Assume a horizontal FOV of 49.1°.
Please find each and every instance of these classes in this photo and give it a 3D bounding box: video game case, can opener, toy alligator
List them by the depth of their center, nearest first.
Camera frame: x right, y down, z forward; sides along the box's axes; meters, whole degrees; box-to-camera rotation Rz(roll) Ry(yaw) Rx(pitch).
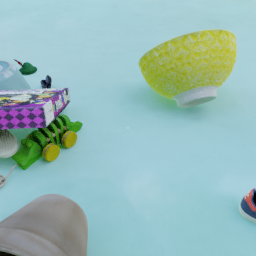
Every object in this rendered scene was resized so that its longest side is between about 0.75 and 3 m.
[{"bbox_3d":[-2.170,0.378,6.712,0.848,0.776,2.859,26,46,29],"label":"toy alligator"},{"bbox_3d":[-3.162,-0.529,6.982,2.975,0.533,2.696,-2,17,0],"label":"video game case"},{"bbox_3d":[-2.616,-1.283,9.062,0.360,0.446,1.136,-3,41,-22],"label":"can opener"}]

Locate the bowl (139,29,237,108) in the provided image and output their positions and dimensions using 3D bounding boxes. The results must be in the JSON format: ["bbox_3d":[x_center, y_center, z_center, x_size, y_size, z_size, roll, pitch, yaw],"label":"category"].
[{"bbox_3d":[1.833,-1.473,8.155,2.845,2.845,1.531,-10,83,-12],"label":"bowl"}]

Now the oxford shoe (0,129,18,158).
[{"bbox_3d":[-3.604,0.332,6.833,2.327,0.672,0.875,11,38,19],"label":"oxford shoe"}]

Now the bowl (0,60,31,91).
[{"bbox_3d":[-4.130,-1.470,8.850,1.859,0.972,1.859,0,40,0],"label":"bowl"}]

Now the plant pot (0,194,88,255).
[{"bbox_3d":[-1.349,1.914,4.242,1.871,1.871,1.623,7,23,9],"label":"plant pot"}]

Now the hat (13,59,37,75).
[{"bbox_3d":[-3.706,-2.374,10.157,0.676,0.718,0.816,-9,40,-11],"label":"hat"}]

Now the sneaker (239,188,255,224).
[{"bbox_3d":[2.983,1.641,5.219,1.661,0.702,0.622,18,42,20],"label":"sneaker"}]
